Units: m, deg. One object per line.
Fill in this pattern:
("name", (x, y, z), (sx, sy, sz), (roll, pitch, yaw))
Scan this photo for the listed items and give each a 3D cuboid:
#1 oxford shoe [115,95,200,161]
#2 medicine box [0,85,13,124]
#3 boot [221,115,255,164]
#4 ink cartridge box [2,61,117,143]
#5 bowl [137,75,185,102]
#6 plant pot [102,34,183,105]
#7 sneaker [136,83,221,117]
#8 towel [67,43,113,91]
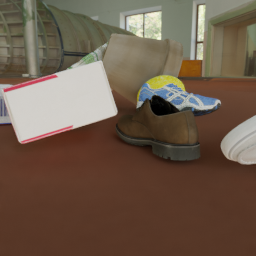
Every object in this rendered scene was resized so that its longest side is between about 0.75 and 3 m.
("oxford shoe", (0.608, -0.165, 6.624), (1.082, 1.257, 2.979), (-7, 10, -30))
("medicine box", (-4.725, -0.869, 9.569), (2.009, 1.135, 2.205), (-6, 15, -41))
("boot", (3.138, 0.325, 4.377), (2.981, 1.097, 1.425), (-18, 51, 6))
("ink cartridge box", (-1.455, -0.616, 6.774), (2.024, 1.179, 2.796), (-17, 6, -5))
("bowl", (1.203, -0.811, 9.453), (1.709, 1.709, 0.919), (-2, 44, -7))
("plant pot", (0.282, -2.284, 10.669), (2.560, 2.950, 2.950), (19, 10, -10))
("sneaker", (1.314, -0.742, 7.260), (2.172, 0.837, 0.823), (2, -10, 1))
("towel", (-1.249, -2.213, 11.635), (0.430, 2.090, 2.802), (23, 53, 33))
